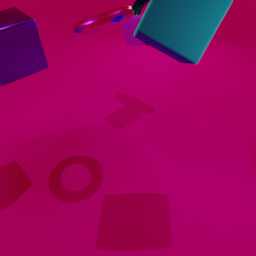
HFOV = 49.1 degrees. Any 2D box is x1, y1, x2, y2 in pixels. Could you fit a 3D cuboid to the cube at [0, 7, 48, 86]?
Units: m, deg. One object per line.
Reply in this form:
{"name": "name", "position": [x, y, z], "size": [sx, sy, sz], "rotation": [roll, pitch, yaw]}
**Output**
{"name": "cube", "position": [-2.619, -1.807, 6.130], "size": [1.135, 1.135, 1.135], "rotation": [-30, 47, -25]}

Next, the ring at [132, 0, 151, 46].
{"name": "ring", "position": [0.764, -3.708, 9.473], "size": [1.784, 1.784, 0.357], "rotation": [29, 27, 33]}

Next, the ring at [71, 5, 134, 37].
{"name": "ring", "position": [-0.596, -2.447, 6.418], "size": [1.508, 0.302, 1.508], "rotation": [-16, 25, 8]}

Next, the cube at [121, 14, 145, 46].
{"name": "cube", "position": [0.388, -3.089, 8.773], "size": [0.787, 0.787, 0.787], "rotation": [12, 37, 44]}

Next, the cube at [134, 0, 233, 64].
{"name": "cube", "position": [0.946, -2.061, 5.336], "size": [1.239, 1.239, 1.239], "rotation": [27, 12, -8]}
